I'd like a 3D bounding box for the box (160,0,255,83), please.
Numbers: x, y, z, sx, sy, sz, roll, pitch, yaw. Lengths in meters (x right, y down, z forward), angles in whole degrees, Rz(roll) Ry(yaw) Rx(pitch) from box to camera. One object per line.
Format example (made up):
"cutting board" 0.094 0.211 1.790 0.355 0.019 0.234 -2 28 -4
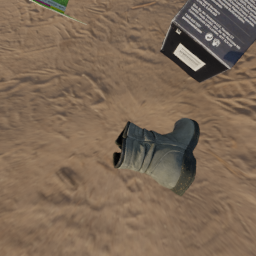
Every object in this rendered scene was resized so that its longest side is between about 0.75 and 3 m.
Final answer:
"box" 2.357 -2.768 6.847 1.635 2.738 2.784 39 94 -1

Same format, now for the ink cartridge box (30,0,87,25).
"ink cartridge box" -2.014 -3.447 7.012 2.037 0.772 1.506 36 20 30

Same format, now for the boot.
"boot" 0.334 0.112 3.141 0.839 0.435 1.285 27 33 -3
